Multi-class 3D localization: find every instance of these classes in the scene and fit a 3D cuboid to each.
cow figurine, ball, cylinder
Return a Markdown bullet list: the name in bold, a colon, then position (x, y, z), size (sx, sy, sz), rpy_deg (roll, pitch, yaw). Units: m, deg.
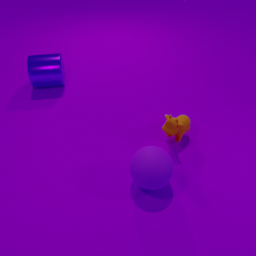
- **cow figurine**: position (1.364, -0.096, 7.710), size (0.584, 1.047, 1.064), rpy_deg (34, 56, 26)
- **ball**: position (0.560, 0.943, 6.661), size (1.041, 1.041, 1.041), rpy_deg (0, 42, 0)
- **cylinder**: position (-2.855, -2.031, 9.889), size (1.118, 1.118, 1.118), rpy_deg (-6, 43, -6)
